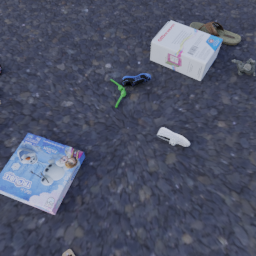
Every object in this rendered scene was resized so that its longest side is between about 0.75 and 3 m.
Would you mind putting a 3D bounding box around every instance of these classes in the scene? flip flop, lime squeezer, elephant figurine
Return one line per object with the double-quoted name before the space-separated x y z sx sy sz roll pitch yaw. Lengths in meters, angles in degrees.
"flip flop" 4.478 -4.978 14.317 2.677 0.771 1.086 23 59 15
"lime squeezer" -0.384 -1.613 12.373 0.579 0.309 1.640 -25 55 20
"elephant figurine" 5.328 -2.776 12.899 1.001 0.708 0.777 -16 42 -18

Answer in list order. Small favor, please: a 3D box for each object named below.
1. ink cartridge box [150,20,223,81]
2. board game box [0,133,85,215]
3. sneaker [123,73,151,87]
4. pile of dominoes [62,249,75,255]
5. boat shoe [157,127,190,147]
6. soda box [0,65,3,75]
"ink cartridge box" 2.681 -3.700 13.199 2.749 1.164 1.987 28 60 16
"board game box" -3.118 1.538 10.001 2.374 0.515 2.363 17 58 11
"sneaker" 0.406 -2.090 12.547 1.301 0.456 0.507 -7 52 5
"pile of dominoes" -1.666 5.044 7.649 2.181 0.445 2.798 27 59 17
"boat shoe" 1.733 0.434 10.816 1.325 0.477 0.454 31 70 18
"soda box" -6.599 -2.732 12.994 1.327 0.420 0.470 -3 56 -1
